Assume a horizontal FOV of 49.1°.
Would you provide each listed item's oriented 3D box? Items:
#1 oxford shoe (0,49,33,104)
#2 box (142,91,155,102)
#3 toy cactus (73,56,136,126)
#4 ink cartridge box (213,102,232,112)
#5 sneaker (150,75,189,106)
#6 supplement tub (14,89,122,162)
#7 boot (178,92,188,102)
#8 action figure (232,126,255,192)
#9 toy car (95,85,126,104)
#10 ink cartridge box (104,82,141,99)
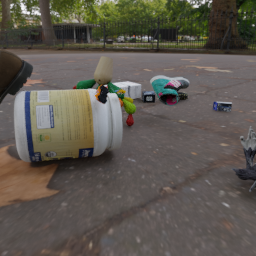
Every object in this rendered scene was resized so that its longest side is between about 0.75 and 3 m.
[{"bbox_3d":[-3.474,-0.832,6.585,1.066,2.524,0.917,36,10,-43],"label":"oxford shoe"},{"bbox_3d":[1.011,-1.537,13.748,0.573,0.413,0.772,-1,18,-3],"label":"box"},{"bbox_3d":[-0.942,-1.351,10.402,2.959,2.442,1.513,15,3,25],"label":"toy cactus"},{"bbox_3d":[4.018,-0.911,11.950,0.758,0.377,0.149,5,21,17],"label":"ink cartridge box"},{"bbox_3d":[1.734,-1.374,10.590,1.811,1.093,0.757,-2,-22,-32],"label":"sneaker"},{"bbox_3d":[-1.509,-0.099,7.238,2.488,1.796,1.796,-4,19,-14],"label":"supplement tub"},{"bbox_3d":[2.562,-1.546,13.765,0.904,0.432,1.197,-1,19,-12],"label":"boot"},{"bbox_3d":[3.227,0.559,6.188,1.483,1.274,2.496,3,15,35],"label":"action figure"},{"bbox_3d":[-0.452,-0.750,6.724,0.301,0.443,0.904,-6,-7,41],"label":"toy car"},{"bbox_3d":[-0.375,-1.851,14.160,1.746,0.736,1.264,-12,22,-33],"label":"ink cartridge box"}]
